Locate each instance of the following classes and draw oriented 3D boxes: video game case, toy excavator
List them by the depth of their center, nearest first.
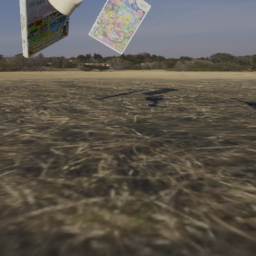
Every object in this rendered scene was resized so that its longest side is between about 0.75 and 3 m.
[{"bbox_3d":[-1.220,-2.949,5.782,0.882,1.765,1.717,-43,-13,26],"label":"toy excavator"},{"bbox_3d":[-2.792,-3.783,9.712,0.262,2.086,2.292,30,47,11],"label":"video game case"},{"bbox_3d":[-0.323,-4.180,10.884,1.560,2.178,0.196,25,22,-25],"label":"video game case"}]
